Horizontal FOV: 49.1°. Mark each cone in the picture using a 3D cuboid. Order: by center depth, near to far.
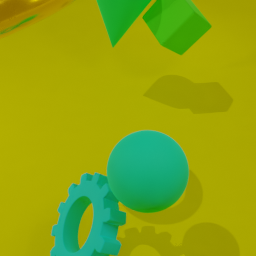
[{"bbox_3d":[-0.227,-2.541,6.431,1.505,1.510,1.505,8,40,-7],"label":"cone"}]

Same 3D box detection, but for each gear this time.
[{"bbox_3d":[-0.579,1.314,3.787,0.259,1.398,1.398,27,40,-33],"label":"gear"}]

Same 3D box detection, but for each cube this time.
[{"bbox_3d":[1.101,-2.400,6.331,0.951,0.951,0.951,3,52,-52],"label":"cube"}]

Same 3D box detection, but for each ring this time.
[{"bbox_3d":[-1.323,-1.316,3.143,1.690,0.338,1.690,-17,31,11],"label":"ring"}]

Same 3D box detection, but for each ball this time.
[{"bbox_3d":[0.231,0.508,3.327,0.965,0.965,0.965,0,49,0],"label":"ball"}]
